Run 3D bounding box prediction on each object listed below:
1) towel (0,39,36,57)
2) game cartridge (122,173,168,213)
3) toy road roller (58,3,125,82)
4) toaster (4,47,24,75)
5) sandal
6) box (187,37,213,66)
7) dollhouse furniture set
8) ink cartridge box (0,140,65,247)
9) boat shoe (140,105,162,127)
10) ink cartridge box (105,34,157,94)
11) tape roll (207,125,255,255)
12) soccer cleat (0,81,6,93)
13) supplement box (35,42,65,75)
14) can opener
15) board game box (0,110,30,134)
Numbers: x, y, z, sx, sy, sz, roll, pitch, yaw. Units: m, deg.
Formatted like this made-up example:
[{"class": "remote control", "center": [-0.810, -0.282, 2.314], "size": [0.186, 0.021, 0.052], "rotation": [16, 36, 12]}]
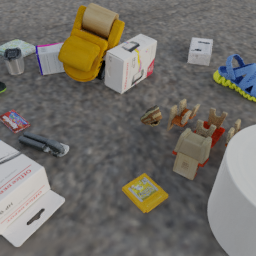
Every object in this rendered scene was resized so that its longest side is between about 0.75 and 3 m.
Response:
[{"class": "towel", "center": [-5.045, -3.574, 12.717], "size": [1.441, 0.347, 1.233], "rotation": [27, 49, 27]}, {"class": "game cartridge", "center": [0.423, 1.600, 6.967], "size": [0.788, 0.145, 0.893], "rotation": [-28, 47, -28]}, {"class": "toy road roller", "center": [-1.381, -2.923, 9.802], "size": [1.635, 2.661, 1.943], "rotation": [24, 18, 4]}, {"class": "toaster", "center": [-4.601, -2.695, 11.375], "size": [0.688, 0.782, 1.211], "rotation": [-12, 42, -12]}, {"class": "sandal", "center": [4.370, -1.817, 10.123], "size": [2.660, 1.158, 1.057], "rotation": [33, 49, 30]}, {"class": "box", "center": [3.207, -3.423, 12.427], "size": [0.960, 0.495, 1.647], "rotation": [9, 43, 10]}, {"class": "dollhouse furniture set", "center": [2.104, 0.339, 7.941], "size": [2.269, 1.169, 2.244], "rotation": [25, 36, 25]}, {"class": "ink cartridge box", "center": [-3.018, 1.343, 6.674], "size": [2.694, 0.914, 1.563], "rotation": [24, 47, 25]}, {"class": "boat shoe", "center": [0.696, -0.251, 8.252], "size": [0.485, 1.281, 0.473], "rotation": [-30, 83, -10]}, {"class": "ink cartridge box", "center": [0.122, -2.421, 10.505], "size": [0.867, 1.495, 2.025], "rotation": [31, 50, 23]}, {"class": "tape roll", "center": [3.196, 1.461, 5.796], "size": [2.746, 1.885, 2.746], "rotation": [0, 41, 0]}, {"class": "soccer cleat", "center": [-5.543, -1.718, 10.150], "size": [2.289, 0.928, 0.773], "rotation": [10, 42, 11]}, {"class": "supplement box", "center": [-2.753, -2.898, 11.477], "size": [1.831, 0.946, 0.927], "rotation": [-12, 40, -11]}, {"class": "can opener", "center": [-2.429, 0.414, 8.071], "size": [1.646, 0.547, 0.433], "rotation": [14, 44, 22]}, {"class": "board game box", "center": [-3.695, -0.225, 9.082], "size": [1.068, 0.104, 0.550], "rotation": [33, 52, 32]}]
